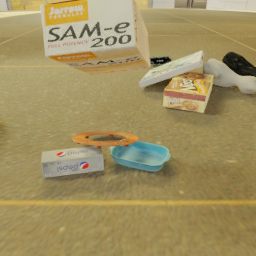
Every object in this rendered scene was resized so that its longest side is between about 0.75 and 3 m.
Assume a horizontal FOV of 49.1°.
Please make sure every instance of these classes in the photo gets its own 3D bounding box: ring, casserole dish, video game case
[{"bbox_3d":[-0.601,0.314,7.539,1.773,0.170,1.773,2,10,0],"label":"ring"},{"bbox_3d":[0.298,0.708,7.154,1.576,0.306,0.955,11,30,18],"label":"casserole dish"},{"bbox_3d":[1.937,-2.582,12.104,2.617,0.288,2.386,-17,18,23],"label":"video game case"}]

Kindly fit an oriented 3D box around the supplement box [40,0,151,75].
[{"bbox_3d":[-0.410,-1.586,5.242,1.457,0.850,2.311,-4,3,11],"label":"supplement box"}]

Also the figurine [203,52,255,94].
[{"bbox_3d":[4.893,-2.297,12.067,2.622,1.129,2.558,-26,42,-37],"label":"figurine"}]

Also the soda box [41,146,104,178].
[{"bbox_3d":[-1.333,0.803,6.806,1.447,0.459,0.494,-6,29,-11],"label":"soda box"}]

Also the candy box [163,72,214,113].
[{"bbox_3d":[2.381,-1.471,10.770,1.474,0.706,2.554,10,30,18],"label":"candy box"}]

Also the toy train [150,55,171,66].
[{"bbox_3d":[1.647,-3.624,15.043,1.309,0.558,0.746,-5,16,-5],"label":"toy train"}]
